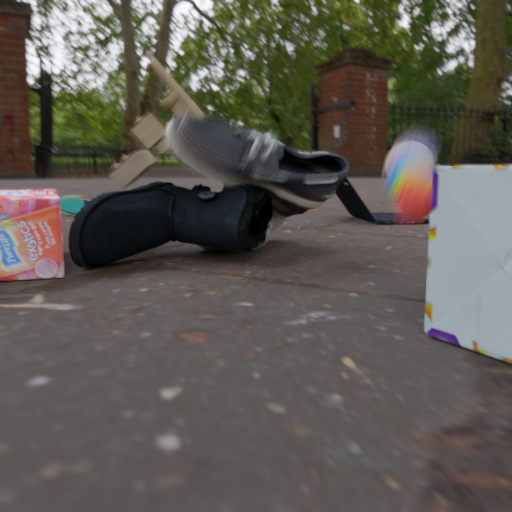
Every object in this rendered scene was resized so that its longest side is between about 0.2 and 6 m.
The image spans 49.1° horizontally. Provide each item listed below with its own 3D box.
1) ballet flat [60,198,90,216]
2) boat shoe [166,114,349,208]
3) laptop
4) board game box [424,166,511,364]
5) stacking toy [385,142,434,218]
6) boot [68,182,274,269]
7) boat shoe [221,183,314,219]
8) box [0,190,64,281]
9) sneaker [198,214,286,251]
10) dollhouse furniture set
[{"bbox_3d":[-5.040,-1.390,16.634,1.716,0.579,0.535,1,-19,-14],"label":"ballet flat"},{"bbox_3d":[0.115,-1.616,8.616,2.987,1.085,0.937,17,-35,-28],"label":"boat shoe"},{"bbox_3d":[3.216,-1.560,15.071,2.424,1.252,2.148,-2,11,-8],"label":"laptop"},{"bbox_3d":[3.297,-0.061,5.339,3.109,1.631,1.602,-6,11,-32],"label":"board game box"},{"bbox_3d":[1.911,-0.898,6.805,0.621,0.621,1.455,2,27,10],"label":"stacking toy"},{"bbox_3d":[-1.199,-0.512,8.823,2.327,1.058,2.769,7,24,26],"label":"boot"},{"bbox_3d":[-0.094,-1.320,9.991,2.952,1.100,1.082,24,-49,-37],"label":"boat shoe"},{"bbox_3d":[-3.667,-0.398,8.643,1.249,1.152,2.433,-4,11,-20],"label":"box"},{"bbox_3d":[-0.002,-0.509,10.583,1.082,0.890,2.352,18,28,36],"label":"sneaker"},{"bbox_3d":[-2.140,-2.494,10.193,1.903,1.551,1.810,-40,12,6],"label":"dollhouse furniture set"}]
